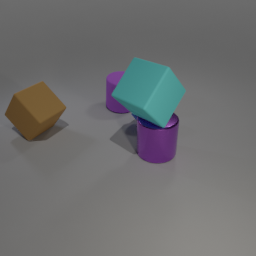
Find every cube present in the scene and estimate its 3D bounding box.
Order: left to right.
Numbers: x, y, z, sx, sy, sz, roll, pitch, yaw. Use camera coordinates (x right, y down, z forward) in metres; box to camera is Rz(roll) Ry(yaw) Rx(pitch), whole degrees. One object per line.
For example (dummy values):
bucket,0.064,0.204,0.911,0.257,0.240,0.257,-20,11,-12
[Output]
cube,-3.490,-0.642,10.584,1.400,1.400,1.400,48,43,0
cube,0.652,-1.080,8.582,1.400,1.400,1.400,27,84,38

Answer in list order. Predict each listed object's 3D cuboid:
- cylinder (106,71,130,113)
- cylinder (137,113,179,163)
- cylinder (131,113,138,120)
cylinder,-0.278,-1.611,12.528,1.400,1.400,1.400,3,37,-2
cylinder,1.003,0.253,9.637,1.400,1.400,1.400,-1,32,0
cylinder,0.613,-0.525,11.146,0.700,0.700,0.700,48,47,8
